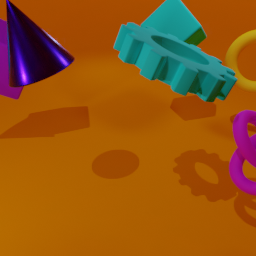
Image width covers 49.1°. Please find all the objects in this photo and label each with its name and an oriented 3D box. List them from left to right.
[{"bbox_3d":[-3.156,-1.769,6.969,1.338,1.338,1.338,18,33,-30],"label":"cube"},{"bbox_3d":[-1.622,-1.437,4.438,1.173,1.177,1.173,-16,29,9],"label":"cone"},{"bbox_3d":[1.218,-2.529,7.332,1.115,1.115,1.115,55,21,10],"label":"cube"},{"bbox_3d":[0.693,-1.002,4.103,1.781,0.329,1.781,19,29,-11],"label":"gear"},{"bbox_3d":[3.218,-1.623,6.948,1.573,1.573,0.315,16,26,22],"label":"ring"},{"bbox_3d":[2.193,0.291,4.554,1.395,0.644,1.305,-32,82,4],"label":"knot shape"}]
